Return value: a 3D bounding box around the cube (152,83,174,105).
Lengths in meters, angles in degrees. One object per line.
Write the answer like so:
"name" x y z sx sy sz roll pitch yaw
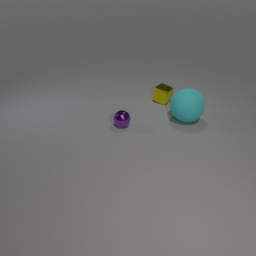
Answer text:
"cube" 1.681 -1.633 13.375 0.700 0.700 0.700 27 38 24

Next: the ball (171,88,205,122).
"ball" 2.473 -0.933 11.616 1.400 1.400 1.400 0 31 0

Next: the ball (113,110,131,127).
"ball" -0.244 -0.378 11.395 0.700 0.700 0.700 0 31 0
